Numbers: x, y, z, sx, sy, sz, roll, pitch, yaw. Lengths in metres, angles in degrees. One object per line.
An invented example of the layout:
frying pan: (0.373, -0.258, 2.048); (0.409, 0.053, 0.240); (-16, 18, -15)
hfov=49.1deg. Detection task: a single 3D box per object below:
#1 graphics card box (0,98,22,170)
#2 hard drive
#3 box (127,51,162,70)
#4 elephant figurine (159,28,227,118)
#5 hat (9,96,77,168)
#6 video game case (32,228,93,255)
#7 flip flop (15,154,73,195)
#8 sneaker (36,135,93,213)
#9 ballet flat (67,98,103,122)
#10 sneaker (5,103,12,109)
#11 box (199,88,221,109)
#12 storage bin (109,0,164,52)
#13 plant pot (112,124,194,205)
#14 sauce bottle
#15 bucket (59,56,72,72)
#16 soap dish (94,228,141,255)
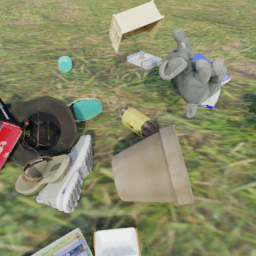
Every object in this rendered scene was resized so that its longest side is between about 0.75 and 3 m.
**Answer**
graphics card box: (-4.846, 0.058, 9.767); (0.744, 1.835, 2.925); (23, 13, -46)
hard drive: (4.091, -3.015, 14.618); (1.478, 0.284, 2.240); (-29, 65, -34)
box: (0.974, -4.027, 16.630); (1.305, 0.345, 1.674); (-29, 44, -34)
elephant figurine: (1.823, -1.909, 9.193); (1.855, 1.692, 2.391); (-33, 52, -26)
hat: (-2.899, 0.213, 9.883); (2.724, 2.724, 1.099); (13, -5, 17)
video game case: (-1.600, 3.392, 6.249); (1.862, 0.205, 1.695); (-28, 43, -16)
flip flop: (-2.565, 1.246, 8.038); (2.540, 0.731, 1.030); (-22, 45, 42)
sneaker: (-1.878, 1.193, 8.788); (1.205, 1.098, 2.939); (6, 37, 9)
ballet flat: (-2.401, -0.627, 11.412); (2.830, 1.070, 0.904); (-24, 33, -32)
sneaker: (-5.587, -0.957, 12.386); (0.857, 0.351, 0.314); (-22, 41, -28)
box: (3.757, -1.675, 12.609); (0.651, 1.240, 1.141); (16, 39, 21)
storage bin: (0.238, -3.832, 10.741); (1.718, 1.706, 0.805); (-26, 85, -13)
plant pot: (0.656, 1.224, 8.087); (1.977, 2.279, 2.279); (-15, 35, 7)
sauce bottle: (0.648, -0.025, 10.717); (0.791, 0.791, 2.445); (-24, 41, -30)
bucket: (-3.507, -3.555, 15.627); (0.797, 0.797, 0.519); (-5, 48, -7)
soap dish: (-0.278, 2.958, 6.906); (1.107, 0.450, 0.871); (-3, 36, -5)
